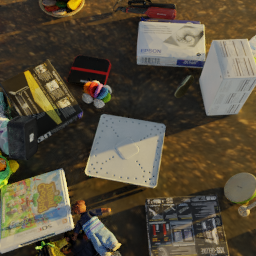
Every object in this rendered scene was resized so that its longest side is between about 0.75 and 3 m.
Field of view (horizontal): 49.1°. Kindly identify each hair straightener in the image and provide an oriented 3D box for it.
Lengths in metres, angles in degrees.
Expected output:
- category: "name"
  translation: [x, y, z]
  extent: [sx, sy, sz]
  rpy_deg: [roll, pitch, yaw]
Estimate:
- category: "hair straightener"
  translation: [0.762, -5.525, 12.881]
  extent: [2.908, 0.595, 1.119]
  rpy_deg: [3, 53, 8]

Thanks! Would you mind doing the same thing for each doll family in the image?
- category: "doll family"
  translation: [-1.614, 3.304, 7.666]
  extent: [2.953, 1.159, 1.707]
  rpy_deg: [-33, 62, -22]

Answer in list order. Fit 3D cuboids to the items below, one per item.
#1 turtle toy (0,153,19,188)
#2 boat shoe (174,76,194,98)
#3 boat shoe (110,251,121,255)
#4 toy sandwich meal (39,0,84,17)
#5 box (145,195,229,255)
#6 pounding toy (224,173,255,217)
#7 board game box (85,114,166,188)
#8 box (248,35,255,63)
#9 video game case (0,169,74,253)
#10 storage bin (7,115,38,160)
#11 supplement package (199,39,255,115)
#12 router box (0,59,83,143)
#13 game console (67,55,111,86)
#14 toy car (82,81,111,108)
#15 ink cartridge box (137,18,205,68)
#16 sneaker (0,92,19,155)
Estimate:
- category: "turtle toy"
  translation: [-4.601, 1.218, 8.786]
  extent: [2.039, 1.030, 1.486]
  rpy_deg: [28, 65, 15]
- category: "boat shoe"
  translation: [2.111, -1.590, 10.745]
  extent: [1.057, 0.378, 0.347]
  rpy_deg: [-50, 33, -8]
- category: "boat shoe"
  translation: [-0.173, 4.031, 7.531]
  extent: [0.479, 0.523, 1.401]
  rpy_deg: [-27, 64, -8]
- category: "toy sandwich meal"
  translation: [-3.044, -6.096, 12.906]
  extent: [2.296, 0.786, 2.296]
  rpy_deg: [1, 62, -2]
- category: "box"
  translation: [1.647, 2.886, 8.146]
  extent: [2.170, 0.540, 1.711]
  rpy_deg: [-3, 61, -2]
- category: "pounding toy"
  translation: [3.626, 2.055, 8.516]
  extent: [1.058, 0.636, 1.370]
  rpy_deg: [-39, 25, 12]
- category: "board game box"
  translation: [-0.032, 0.741, 9.471]
  extent: [2.317, 0.300, 2.317]
  rpy_deg: [10, 62, 6]
- category: "box"
  translation: [4.975, -2.731, 10.958]
  extent: [2.033, 1.031, 1.144]
  rpy_deg: [-40, 69, -20]
- category: "video game case"
  translation: [-2.735, 2.302, 8.236]
  extent: [1.985, 0.240, 2.180]
  rpy_deg: [-17, 42, -9]
- category: "storage bin"
  translation: [-3.262, 0.299, 8.738]
  extent: [0.576, 1.228, 0.830]
  rpy_deg: [8, 20, 7]
- category: "supplement package"
  translation: [3.402, -1.709, 9.759]
  extent: [1.190, 2.146, 1.671]
  rpy_deg: [-3, 61, -1]
- category: "router box"
  translation: [-3.011, -0.969, 9.883]
  extent: [1.875, 0.623, 2.385]
  rpy_deg: [-32, 82, -16]
- category: "game console"
  translation: [-1.530, -2.259, 11.194]
  extent: [1.537, 0.239, 1.360]
  rpy_deg: [10, 68, 6]
- category: "toy car"
  translation: [-1.141, -1.335, 10.292]
  extent: [1.056, 0.792, 0.924]
  rpy_deg: [24, 66, 7]
- category: "ink cartridge box"
  translation: [1.814, -3.825, 11.833]
  extent: [2.791, 0.568, 2.796]
  rpy_deg: [3, 61, 2]
- category: "sneaker"
  translation: [-4.834, 0.073, 9.523]
  extent: [1.829, 1.016, 2.615]
  rpy_deg: [-21, 54, -10]
